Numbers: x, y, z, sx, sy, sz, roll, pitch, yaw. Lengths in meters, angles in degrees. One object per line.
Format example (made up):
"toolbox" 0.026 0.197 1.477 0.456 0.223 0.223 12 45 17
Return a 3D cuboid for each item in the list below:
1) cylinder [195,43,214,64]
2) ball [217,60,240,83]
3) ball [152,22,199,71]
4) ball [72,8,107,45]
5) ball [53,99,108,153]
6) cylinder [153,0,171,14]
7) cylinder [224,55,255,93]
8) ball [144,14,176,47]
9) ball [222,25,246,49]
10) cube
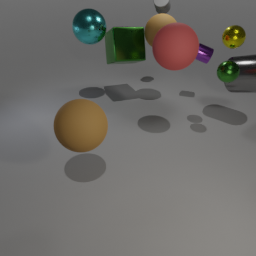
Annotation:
"cylinder" 3.328 -3.308 12.437 0.700 0.700 0.700 23 32 -1
"ball" 3.188 -1.793 8.926 0.700 0.700 0.700 0 30 0
"ball" 1.437 -2.460 8.508 1.400 1.400 1.400 0 30 0
"ball" -1.581 -4.146 11.489 1.400 1.400 1.400 0 30 0
"ball" -1.226 -0.061 7.329 1.400 1.400 1.400 0 30 0
"cylinder" 1.532 -5.592 12.567 0.700 0.700 0.700 9 -4 14
"cylinder" 4.587 -2.038 10.597 1.400 1.400 1.400 -24 21 -35
"ball" 1.375 -3.932 11.467 1.400 1.400 1.400 0 30 0
"ball" 3.282 -2.822 8.689 0.700 0.700 0.700 0 30 0
"cube" -0.146 -3.606 12.376 1.400 1.400 1.400 -7 9 -19
